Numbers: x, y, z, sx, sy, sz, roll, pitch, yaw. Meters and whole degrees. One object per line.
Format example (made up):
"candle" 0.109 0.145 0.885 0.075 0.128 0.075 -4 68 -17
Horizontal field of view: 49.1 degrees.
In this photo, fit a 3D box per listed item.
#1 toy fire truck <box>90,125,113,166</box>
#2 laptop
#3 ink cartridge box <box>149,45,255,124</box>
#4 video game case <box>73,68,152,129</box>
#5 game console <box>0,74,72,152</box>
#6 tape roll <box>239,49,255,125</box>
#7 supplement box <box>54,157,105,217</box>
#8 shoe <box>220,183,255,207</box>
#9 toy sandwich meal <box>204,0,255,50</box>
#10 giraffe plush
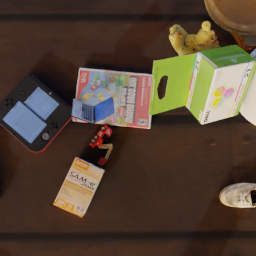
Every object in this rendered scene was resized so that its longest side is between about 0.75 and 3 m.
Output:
"toy fire truck" -0.734 0.517 8.426 0.752 0.260 1.066 38 80 1
"laptop" -0.975 -0.614 7.790 1.015 0.950 0.588 21 119 -20
"ink cartridge box" 1.867 -0.993 7.329 2.431 1.797 0.921 -15 46 -17
"video game case" -0.418 -0.927 8.663 2.375 0.207 1.698 5 82 1
"game console" -2.848 -0.431 8.450 1.986 0.308 1.757 39 89 7
"tape roll" 4.514 -1.323 7.913 2.612 1.794 2.612 0 82 0
"supplement box" -1.394 1.696 8.126 0.918 0.535 1.456 24 82 2
"shoe" 3.660 1.923 8.105 1.951 0.521 0.682 -5 82 -1
"toy sandwich meal" 3.720 -3.867 8.753 2.867 0.982 2.867 -1 78 4
"giraffe plush" 1.850 -2.348 7.613 1.089 1.159 1.343 -23 51 28
